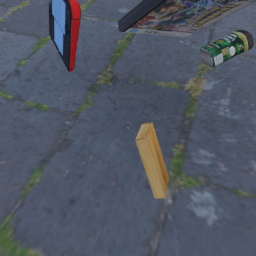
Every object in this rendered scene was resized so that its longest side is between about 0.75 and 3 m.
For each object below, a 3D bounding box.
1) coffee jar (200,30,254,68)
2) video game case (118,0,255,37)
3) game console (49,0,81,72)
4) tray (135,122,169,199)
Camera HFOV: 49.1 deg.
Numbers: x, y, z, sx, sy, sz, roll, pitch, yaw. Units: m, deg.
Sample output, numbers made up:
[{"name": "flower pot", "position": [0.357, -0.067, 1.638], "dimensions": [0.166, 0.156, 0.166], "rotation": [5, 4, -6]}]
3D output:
[{"name": "coffee jar", "position": [2.245, -1.818, 6.356], "dimensions": [1.101, 0.470, 0.574], "rotation": [-26, 31, -4]}, {"name": "video game case", "position": [1.478, -3.017, 7.187], "dimensions": [2.502, 0.353, 2.768], "rotation": [-7, 0, -31]}, {"name": "game console", "position": [-2.180, -3.424, 9.141], "dimensions": [0.395, 2.249, 2.543], "rotation": [-8, 48, -28]}, {"name": "tray", "position": [0.409, 0.512, 4.419], "dimensions": [0.201, 1.085, 0.535], "rotation": [-9, 25, 20]}]
